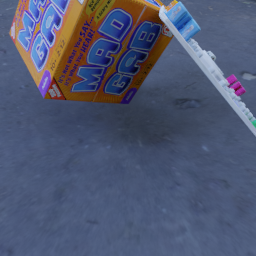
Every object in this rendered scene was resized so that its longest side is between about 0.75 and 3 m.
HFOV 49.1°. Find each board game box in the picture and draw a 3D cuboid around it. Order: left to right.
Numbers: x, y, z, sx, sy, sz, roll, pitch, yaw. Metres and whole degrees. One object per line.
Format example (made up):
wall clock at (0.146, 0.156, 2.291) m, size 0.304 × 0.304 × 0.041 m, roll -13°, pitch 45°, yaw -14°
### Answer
board game box at (-1.012, -2.758, 7.736) m, size 2.945 × 2.945 × 2.947 m, roll -2°, pitch 46°, yaw -44°
board game box at (1.693, -1.295, 5.548) m, size 0.373 × 2.882 × 2.881 m, roll -38°, pitch 15°, yaw 21°
